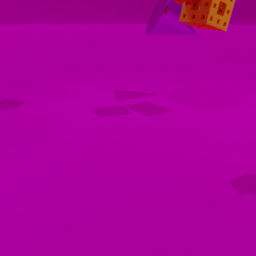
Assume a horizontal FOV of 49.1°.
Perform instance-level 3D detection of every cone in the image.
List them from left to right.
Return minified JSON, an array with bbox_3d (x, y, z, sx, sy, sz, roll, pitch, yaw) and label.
[{"bbox_3d":[1.663,-3.498,9.395,1.571,1.566,1.566,24,17,-16],"label":"cone"}]

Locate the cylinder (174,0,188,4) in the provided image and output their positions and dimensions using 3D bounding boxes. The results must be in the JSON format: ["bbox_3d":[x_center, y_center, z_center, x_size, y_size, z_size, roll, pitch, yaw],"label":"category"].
[{"bbox_3d":[1.262,-3.738,6.970,0.869,0.869,0.869,31,5,-31],"label":"cylinder"}]

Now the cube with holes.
[{"bbox_3d":[2.140,-3.232,7.574,0.939,0.939,0.939,-1,20,-40],"label":"cube with holes"}]
